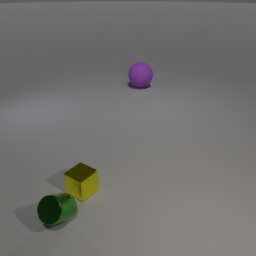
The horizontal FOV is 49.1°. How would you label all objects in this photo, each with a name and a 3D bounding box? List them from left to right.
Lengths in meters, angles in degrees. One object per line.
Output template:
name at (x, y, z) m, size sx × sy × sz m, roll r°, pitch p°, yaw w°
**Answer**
cylinder at (-1.730, 1.975, 6.878) m, size 0.700 × 0.700 × 0.700 m, roll 12°, pitch -3°, yaw 22°
cube at (-1.327, 1.526, 8.001) m, size 0.700 × 0.700 × 0.700 m, roll 19°, pitch 33°, yaw 31°
ball at (0.712, -3.012, 15.811) m, size 1.400 × 1.400 × 1.400 m, roll 0°, pitch 28°, yaw 0°
